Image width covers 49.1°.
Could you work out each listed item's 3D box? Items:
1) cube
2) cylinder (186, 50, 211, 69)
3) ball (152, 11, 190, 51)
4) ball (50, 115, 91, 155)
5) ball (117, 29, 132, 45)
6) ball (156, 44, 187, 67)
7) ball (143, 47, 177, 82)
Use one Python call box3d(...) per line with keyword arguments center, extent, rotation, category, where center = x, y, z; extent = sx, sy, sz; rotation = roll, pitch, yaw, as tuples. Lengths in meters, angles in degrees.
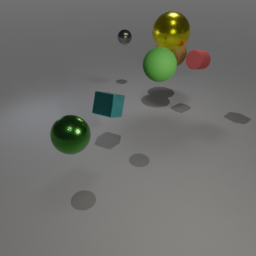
box3d(center=(-0.602, -0.734, 8.714), extent=(0.700, 0.700, 0.700), rotation=(14, 10, 26), category="cube")
box3d(center=(2.642, -2.566, 10.541), extent=(0.700, 0.700, 0.700), rotation=(24, 25, 36), category="cylinder")
box3d(center=(1.597, -3.565, 10.371), extent=(1.400, 1.400, 1.400), rotation=(0, 29, 0), category="ball")
box3d(center=(-1.010, 0.116, 4.937), extent=(0.700, 0.700, 0.700), rotation=(0, 29, 0), category="ball")
box3d(center=(-0.161, -4.390, 13.521), extent=(0.700, 0.700, 0.700), rotation=(0, 29, 0), category="ball")
box3d(center=(1.905, -3.388, 12.429), extent=(1.400, 1.400, 1.400), rotation=(0, 29, 0), category="ball")
box3d(center=(0.654, -1.313, 5.805), extent=(0.700, 0.700, 0.700), rotation=(0, 29, 0), category="ball")
